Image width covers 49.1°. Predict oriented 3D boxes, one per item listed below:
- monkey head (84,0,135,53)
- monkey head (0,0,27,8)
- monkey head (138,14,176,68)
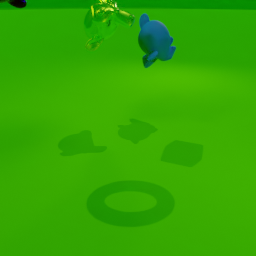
[{"bbox_3d":[-0.527,-2.896,7.728,1.322,1.107,1.837,22,62,-1],"label":"monkey head"},{"bbox_3d":[-3.086,-3.149,6.208,1.140,0.955,1.584,-32,-14,21],"label":"monkey head"},{"bbox_3d":[0.701,-2.519,8.567,1.153,1.376,1.913,20,48,-39],"label":"monkey head"}]
